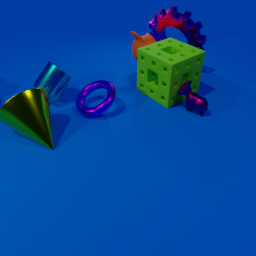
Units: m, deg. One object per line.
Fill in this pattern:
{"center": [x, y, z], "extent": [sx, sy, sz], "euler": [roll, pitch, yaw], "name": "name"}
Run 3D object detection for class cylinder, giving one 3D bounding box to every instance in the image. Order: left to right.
{"center": [-2.220, -1.367, 8.286], "extent": [0.853, 0.853, 0.853], "euler": [31, 86, 33], "name": "cylinder"}

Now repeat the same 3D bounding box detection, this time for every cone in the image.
{"center": [-2.231, -0.005, 6.989], "extent": [1.399, 1.399, 1.404], "euler": [-28, 73, -31], "name": "cone"}

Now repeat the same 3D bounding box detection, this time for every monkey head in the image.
{"center": [0.681, -2.646, 9.498], "extent": [0.921, 1.528, 1.100], "euler": [-34, 30, -22], "name": "monkey head"}

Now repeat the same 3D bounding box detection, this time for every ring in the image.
{"center": [-0.929, -0.871, 8.044], "extent": [1.270, 0.254, 1.270], "euler": [-13, 52, 17], "name": "ring"}

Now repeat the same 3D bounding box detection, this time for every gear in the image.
{"center": [1.675, -3.138, 9.748], "extent": [2.073, 2.073, 0.383], "euler": [25, 62, 28], "name": "gear"}

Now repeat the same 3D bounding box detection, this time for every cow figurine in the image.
{"center": [1.828, -0.860, 7.840], "extent": [0.921, 0.906, 0.505], "euler": [28, 62, 31], "name": "cow figurine"}

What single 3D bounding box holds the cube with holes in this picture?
{"center": [1.256, -1.724, 8.557], "extent": [1.392, 1.392, 1.392], "euler": [-27, 46, -30], "name": "cube with holes"}
